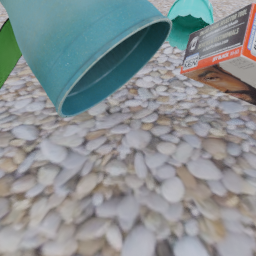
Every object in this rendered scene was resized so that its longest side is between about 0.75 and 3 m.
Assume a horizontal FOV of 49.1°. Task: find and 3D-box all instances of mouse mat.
[{"bbox_3d":[-1.940,-0.975,4.210,0.044,0.937,1.165,22,68,-1],"label":"mouse mat"}]

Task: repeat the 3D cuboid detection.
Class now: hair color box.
[{"bbox_3d":[2.575,-1.004,5.071,2.803,0.896,1.554,18,-6,-22],"label":"hair color box"}]

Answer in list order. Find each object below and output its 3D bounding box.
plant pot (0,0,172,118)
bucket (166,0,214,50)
[{"bbox_3d":[-0.715,-1.419,3.837,1.798,1.914,1.914,50,47,4],"label":"plant pot"},{"bbox_3d":[1.412,-2.409,6.413,1.150,1.150,0.748,8,65,12],"label":"bucket"}]
